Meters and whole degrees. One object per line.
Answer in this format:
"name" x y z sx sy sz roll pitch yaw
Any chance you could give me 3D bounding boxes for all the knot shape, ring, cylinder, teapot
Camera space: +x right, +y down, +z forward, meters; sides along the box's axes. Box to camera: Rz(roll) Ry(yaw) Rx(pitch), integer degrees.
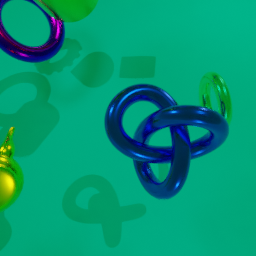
"knot shape" 0.487 0.089 4.855 1.922 0.949 2.054 43 117 0
"ring" 1.716 -0.506 5.578 0.247 1.236 1.236 -11 69 -4
"cylinder" -1.179 -2.612 4.843 1.203 1.203 1.203 0 93 5
"ring" -2.322 -2.421 6.449 1.866 0.373 1.866 7 79 -38
"teapot" -2.424 0.842 4.869 0.911 1.157 1.860 26 84 54
